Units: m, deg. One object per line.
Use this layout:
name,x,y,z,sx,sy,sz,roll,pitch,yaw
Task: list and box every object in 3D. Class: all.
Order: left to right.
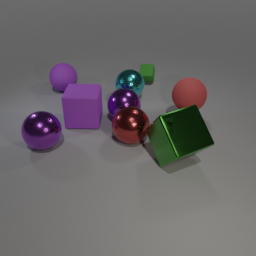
ball,-3.091,0.088,10.053,1.400,1.400,1.400,0,33,0
ball,-3.246,-2.559,14.106,1.400,1.400,1.400,0,33,0
cube,-1.833,-0.914,11.548,1.400,1.400,1.400,1,32,1
ball,-0.159,-0.958,11.643,1.400,1.400,1.400,0,33,0
ball,0.082,-2.090,13.337,1.400,1.400,1.400,0,33,0
ball,0.105,-0.110,10.350,1.400,1.400,1.400,0,33,0
cube,1.028,-2.933,14.895,0.700,0.700,0.700,4,76,13
cube,1.618,0.275,9.048,1.400,1.400,1.400,-18,77,-20
ball,2.483,-1.340,11.346,1.400,1.400,1.400,0,33,0
